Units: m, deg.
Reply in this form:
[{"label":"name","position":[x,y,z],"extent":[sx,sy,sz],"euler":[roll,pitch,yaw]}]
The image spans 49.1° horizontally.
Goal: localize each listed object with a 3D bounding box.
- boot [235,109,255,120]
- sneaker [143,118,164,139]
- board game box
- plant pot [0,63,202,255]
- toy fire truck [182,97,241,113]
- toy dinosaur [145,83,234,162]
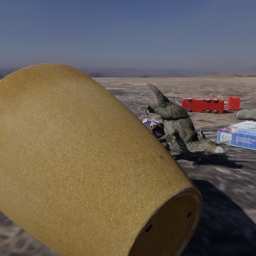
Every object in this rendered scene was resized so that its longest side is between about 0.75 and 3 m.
[{"label":"boot","position":[4.413,-0.406,9.819],"extent":[1.119,0.379,0.731],"euler":[0,18,4]},{"label":"sneaker","position":[0.451,0.053,6.704],"extent":[0.488,0.570,1.391],"euler":[-35,-13,20]},{"label":"board game box","position":[3.414,0.203,6.947],"extent":[1.695,0.370,1.704],"euler":[-10,16,-43]},{"label":"plant pot","position":[-0.370,0.517,2.862],"extent":[1.894,1.894,2.032],"euler":[-11,30,-41]},{"label":"toy fire truck","position":[3.620,-1.042,12.162],"extent":[2.331,0.568,1.644],"euler":[4,13,21]},{"label":"toy dinosaur","position":[0.978,-0.020,5.812],"extent":[1.150,0.866,2.249],"euler":[-6,46,-34]}]
